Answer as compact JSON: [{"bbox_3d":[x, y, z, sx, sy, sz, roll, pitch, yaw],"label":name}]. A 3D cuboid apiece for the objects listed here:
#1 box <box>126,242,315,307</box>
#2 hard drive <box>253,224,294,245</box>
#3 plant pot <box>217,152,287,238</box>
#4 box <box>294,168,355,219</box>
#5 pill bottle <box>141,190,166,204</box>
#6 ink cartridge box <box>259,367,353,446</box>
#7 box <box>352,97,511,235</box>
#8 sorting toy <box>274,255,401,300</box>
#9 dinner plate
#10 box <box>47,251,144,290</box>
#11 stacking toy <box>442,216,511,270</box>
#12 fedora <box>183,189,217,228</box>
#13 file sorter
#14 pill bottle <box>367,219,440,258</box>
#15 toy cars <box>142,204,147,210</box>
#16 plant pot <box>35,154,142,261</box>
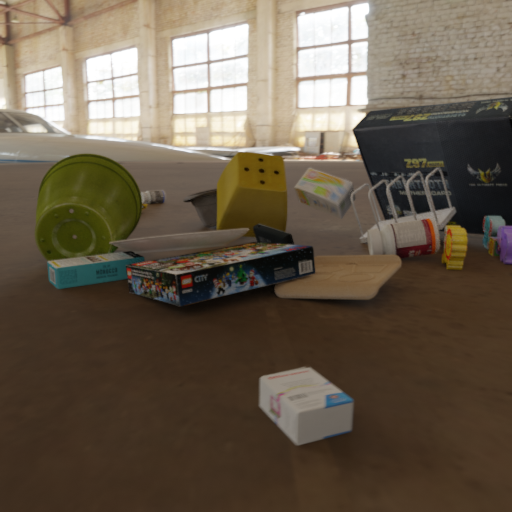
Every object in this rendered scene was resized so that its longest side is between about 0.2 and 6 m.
[{"bbox_3d":[-0.547,0.211,8.735,2.452,0.462,1.675,-11,11,-35],"label":"box"},{"bbox_3d":[0.370,-0.137,10.182,0.178,0.754,1.080,-28,25,-23],"label":"hard drive"},{"bbox_3d":[-0.006,-1.470,12.800,1.595,1.407,1.595,5,55,-11],"label":"plant pot"},{"bbox_3d":[1.729,-1.589,14.092,1.304,0.661,0.734,25,69,30],"label":"box"},{"bbox_3d":[-3.615,-2.053,19.583,0.809,0.460,0.460,-8,15,-32],"label":"pill bottle"},{"bbox_3d":[0.413,1.277,4.859,0.534,0.313,0.739,-5,15,-24],"label":"ink cartridge box"},{"bbox_3d":[4.389,-1.952,12.825,3.833,3.023,0.978,8,45,45],"label":"box"},{"bbox_3d":[1.334,0.365,8.850,1.607,0.317,1.736,-1,15,27],"label":"sorting toy"},{"bbox_3d":[-1.303,-0.237,9.674,2.389,0.290,2.389,-4,1,0],"label":"dinner plate"},{"bbox_3d":[-2.695,0.223,9.496,1.488,0.366,0.612,-8,15,-32],"label":"box"},{"bbox_3d":[4.950,-0.420,11.397,2.665,0.830,3.534,2,12,7],"label":"stacking toy"},{"bbox_3d":[-0.931,-1.297,14.685,1.838,0.939,2.079,-16,9,-25],"label":"fedora"},{"bbox_3d":[3.238,-1.142,12.446,1.857,1.156,1.289,-10,15,36],"label":"file sorter"},{"bbox_3d":[2.867,-0.308,10.974,1.286,0.705,0.705,-8,12,4],"label":"pill bottle"},{"bbox_3d":[-3.857,-1.367,16.976,0.557,0.275,1.243,8,18,42],"label":"toy cars"},{"bbox_3d":[-3.266,-0.677,10.570,2.056,2.056,1.979,-1,25,-6],"label":"plant pot"}]
